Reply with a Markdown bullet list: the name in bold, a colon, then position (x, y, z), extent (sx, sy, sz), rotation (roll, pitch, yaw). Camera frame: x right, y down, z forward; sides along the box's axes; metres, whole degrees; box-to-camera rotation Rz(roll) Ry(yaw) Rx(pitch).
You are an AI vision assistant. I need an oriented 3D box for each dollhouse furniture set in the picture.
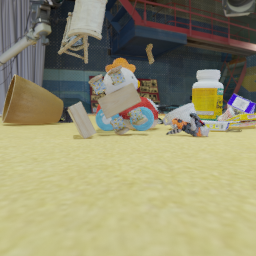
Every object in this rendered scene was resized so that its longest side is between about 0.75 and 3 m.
- **dollhouse furniture set**: position (-0.593, -0.605, 8.048), extent (2.072, 1.816, 1.376), rotation (-28, 8, -11)

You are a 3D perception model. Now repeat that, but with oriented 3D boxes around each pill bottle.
- **pill bottle**: position (3.993, -1.517, 14.093), extent (1.500, 2.661, 1.500), rotation (1, 5, 0)

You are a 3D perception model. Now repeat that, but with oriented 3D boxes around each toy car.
- **toy car**: position (-0.042, -1.374, 11.106), extent (2.490, 2.816, 2.595), rotation (0, 4, 5)

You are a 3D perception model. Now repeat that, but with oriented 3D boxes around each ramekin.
- **ramekin**: position (2.070, -0.427, 10.758), extent (1.194, 0.627, 1.194), rotation (-24, -6, -3)

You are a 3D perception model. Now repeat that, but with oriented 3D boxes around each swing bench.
- **swing bench**: position (-1.558, -3.485, 9.662), extent (1.091, 1.673, 1.682), rotation (15, -25, -21)

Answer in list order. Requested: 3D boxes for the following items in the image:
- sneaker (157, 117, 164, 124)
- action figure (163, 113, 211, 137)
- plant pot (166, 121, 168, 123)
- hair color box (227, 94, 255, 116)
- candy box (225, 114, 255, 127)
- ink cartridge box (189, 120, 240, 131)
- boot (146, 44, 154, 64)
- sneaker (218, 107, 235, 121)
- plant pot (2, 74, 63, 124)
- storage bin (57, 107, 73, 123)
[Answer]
- **sneaker**: position (1.649, -0.381, 14.719), extent (0.337, 0.362, 0.912), rotation (0, 5, -24)
- **action figure**: position (1.809, 0.043, 8.242), extent (1.262, 0.682, 1.304), rotation (11, -17, 36)
- **plant pot**: position (2.787, -0.324, 15.040), extent (1.503, 0.206, 1.503), rotation (0, 3, 0)
- **hair color box**: position (5.063, -0.818, 12.568), extent (1.001, 0.594, 1.832), rotation (32, -2, 24)
- **candy box**: position (4.981, -0.307, 11.745), extent (2.157, 0.285, 1.103), rotation (-2, -15, -30)
- **ink cartridge box**: position (3.267, -0.094, 10.398), extent (1.694, 0.398, 1.674), rotation (4, 3, 22)
- **boot**: position (1.250, -4.012, 15.170), extent (0.284, 0.857, 0.751), rotation (-12, -10, -12)
- **sneaker**: position (4.352, -0.429, 12.338), extent (0.759, 0.546, 1.451), rotation (-20, -20, 19)
- **plant pot**: position (-4.733, -1.145, 14.223), extent (2.610, 2.432, 2.432), rotation (15, -4, -29)
- **storage bin**: position (-3.971, -0.815, 16.900), extent (1.361, 0.944, 2.014), rotation (0, 5, 2)
